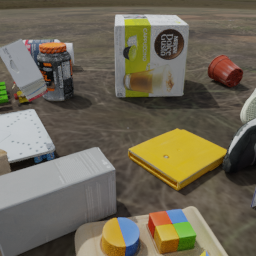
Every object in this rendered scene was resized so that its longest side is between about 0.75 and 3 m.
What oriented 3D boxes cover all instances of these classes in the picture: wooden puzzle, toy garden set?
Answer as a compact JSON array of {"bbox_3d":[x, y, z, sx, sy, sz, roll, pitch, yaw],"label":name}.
[{"bbox_3d":[0.417,2.038,4.244,2.306,0.534,2.136,-7,30,-13],"label":"wooden puzzle"},{"bbox_3d":[-4.612,-1.268,10.574,1.673,0.400,2.007,-13,30,-20],"label":"toy garden set"}]

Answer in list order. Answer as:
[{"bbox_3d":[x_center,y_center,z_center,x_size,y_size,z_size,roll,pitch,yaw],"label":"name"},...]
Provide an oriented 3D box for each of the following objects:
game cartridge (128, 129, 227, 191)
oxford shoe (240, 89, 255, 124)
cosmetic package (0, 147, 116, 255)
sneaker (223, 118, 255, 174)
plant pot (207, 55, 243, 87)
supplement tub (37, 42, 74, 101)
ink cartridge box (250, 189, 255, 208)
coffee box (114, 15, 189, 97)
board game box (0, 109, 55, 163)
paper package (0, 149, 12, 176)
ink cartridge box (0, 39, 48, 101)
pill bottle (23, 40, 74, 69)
[{"bbox_3d":[1.283,0.675,7.063,1.958,0.318,1.726,-19,33,-35],"label":"game cartridge"},{"bbox_3d":[4.262,-0.719,9.187,2.649,0.996,0.765,-39,10,-38],"label":"oxford shoe"},{"bbox_3d":[-1.322,1.269,5.049,2.143,1.145,0.966,-12,32,-25],"label":"cosmetic package"},{"bbox_3d":[3.430,0.351,6.706,2.725,1.032,1.193,-31,46,-29],"label":"sneaker"},{"bbox_3d":[4.197,-2.359,11.932,1.150,1.150,1.118,-11,39,-19],"label":"plant pot"},{"bbox_3d":[-2.672,-2.084,10.378,1.206,1.968,1.206,0,27,0],"label":"supplement tub"},{"bbox_3d":[3.021,1.147,5.784,1.352,0.640,0.251,-14,31,-24],"label":"ink cartridge box"},{"bbox_3d":[0.808,-2.969,11.244,2.648,2.674,2.678,-1,28,-2],"label":"coffee box"},{"bbox_3d":[-3.609,0.393,7.488,2.721,0.352,2.721,-15,32,-24],"label":"board game box"},{"bbox_3d":[-2.843,1.101,5.360,0.603,1.111,1.166,14,29,42],"label":"paper package"},{"bbox_3d":[-2.325,-1.248,6.358,0.557,0.981,1.345,-30,2,-13],"label":"ink cartridge box"},{"bbox_3d":[-3.906,-3.636,13.846,2.359,1.410,1.410,-4,29,-7],"label":"pill bottle"}]
